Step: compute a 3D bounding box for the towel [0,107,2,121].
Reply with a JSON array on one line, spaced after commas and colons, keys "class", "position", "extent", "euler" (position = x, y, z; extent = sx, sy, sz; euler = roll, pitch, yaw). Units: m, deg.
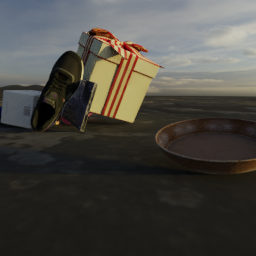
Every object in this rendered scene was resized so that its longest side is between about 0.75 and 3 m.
[{"class": "towel", "position": [-4.878, -0.455, 9.720], "extent": [1.580, 0.530, 2.140], "euler": [-2, 5, 10]}]

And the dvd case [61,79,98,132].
[{"class": "dvd case", "position": [-1.564, -0.832, 8.631], "extent": [0.154, 1.429, 1.922], "euler": [13, 8, -32]}]

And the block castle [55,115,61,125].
[{"class": "block castle", "position": [-2.539, -0.412, 9.558], "extent": [0.362, 0.516, 0.773], "euler": [1, 14, 1]}]

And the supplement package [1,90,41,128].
[{"class": "supplement package", "position": [-3.240, -0.699, 9.456], "extent": [1.029, 1.069, 1.880], "euler": [11, 10, 8]}]

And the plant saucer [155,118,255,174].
[{"class": "plant saucer", "position": [1.473, 0.264, 4.667], "extent": [2.037, 0.351, 2.037], "euler": [-4, 17, 1]}]

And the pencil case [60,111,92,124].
[{"class": "pencil case", "position": [-1.901, -0.583, 10.326], "extent": [0.773, 0.749, 1.649], "euler": [-28, 1, 18]}]

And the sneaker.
[{"class": "sneaker", "position": [-1.971, -0.982, 7.911], "extent": [0.940, 2.481, 1.086], "euler": [25, 8, -13]}]

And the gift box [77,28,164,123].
[{"class": "gift box", "position": [-0.469, -1.826, 9.701], "extent": [2.514, 2.544, 2.724], "euler": [12, 18, -36]}]
